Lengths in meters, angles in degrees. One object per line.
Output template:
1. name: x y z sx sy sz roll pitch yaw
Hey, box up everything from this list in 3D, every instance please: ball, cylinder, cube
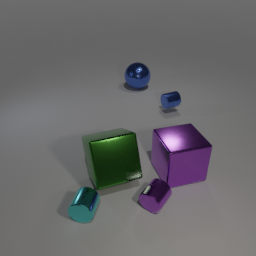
1. ball: 0.507 -2.788 14.953 1.400 1.400 1.400 0 32 0
2. cylinder: 0.771 1.902 7.896 0.700 0.700 0.700 21 45 30
3. cube: -0.522 0.862 8.580 1.400 1.400 1.400 -12 9 -16
4. cylinder: -1.194 2.096 7.666 0.700 0.700 0.700 7 33 10
5. cube: 1.654 0.859 9.014 1.400 1.400 1.400 -9 33 -14
6. cylinder: 1.937 -1.270 12.695 0.700 0.700 0.700 -14 34 -18
